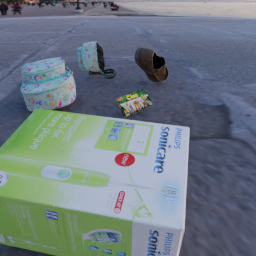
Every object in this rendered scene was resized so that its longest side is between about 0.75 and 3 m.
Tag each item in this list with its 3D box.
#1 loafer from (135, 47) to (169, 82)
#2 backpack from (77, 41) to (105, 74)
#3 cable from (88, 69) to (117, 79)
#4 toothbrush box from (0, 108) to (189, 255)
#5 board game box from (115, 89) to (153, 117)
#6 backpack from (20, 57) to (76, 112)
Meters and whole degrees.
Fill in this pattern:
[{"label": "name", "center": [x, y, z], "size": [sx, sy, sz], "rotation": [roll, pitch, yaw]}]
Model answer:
[{"label": "loafer", "center": [0.987, -2.119, 9.800], "size": [0.730, 0.751, 2.057], "rotation": [12, -4, 33]}, {"label": "backpack", "center": [-1.158, -2.215, 8.816], "size": [0.827, 0.948, 1.079], "rotation": [-3, 2, -3]}, {"label": "cable", "center": [-1.094, -2.267, 10.830], "size": [0.867, 0.449, 1.785], "rotation": [-36, 36, -3]}, {"label": "toothbrush box", "center": [-0.479, 0.737, 3.912], "size": [2.492, 1.073, 1.814], "rotation": [9, 36, 9]}, {"label": "board game box", "center": [0.188, -0.716, 7.802], "size": [1.071, 0.561, 0.126], "rotation": [-25, -9, -37]}, {"label": "backpack", "center": [-2.354, -1.260, 8.259], "size": [1.601, 1.358, 1.803], "rotation": [-14, 36, -7]}]
